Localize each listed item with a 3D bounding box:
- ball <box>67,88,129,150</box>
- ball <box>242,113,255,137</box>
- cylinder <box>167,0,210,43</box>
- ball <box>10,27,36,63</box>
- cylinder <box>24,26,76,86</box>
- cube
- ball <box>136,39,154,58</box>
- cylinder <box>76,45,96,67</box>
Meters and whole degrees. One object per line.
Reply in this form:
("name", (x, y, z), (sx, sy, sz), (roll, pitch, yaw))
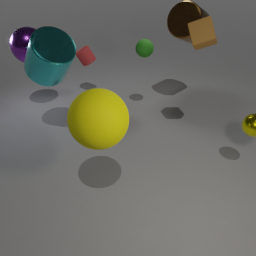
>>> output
("ball", (-0.674, -0.202, 6.391), (1.400, 1.400, 1.400), (0, 32, 0))
("ball", (3.724, -0.084, 8.249), (0.700, 0.700, 0.700), (0, 32, 0))
("cylinder", (2.478, -4.211, 11.254), (1.400, 1.400, 1.400), (20, 17, 29))
("ball", (-3.898, -3.242, 11.011), (1.400, 1.400, 1.400), (0, 32, 0))
("cylinder", (-2.544, -2.278, 9.061), (1.400, 1.400, 1.400), (11, 64, -24))
("cube", (2.289, -2.886, 8.576), (0.700, 0.700, 0.700), (-13, -2, 21))
("ball", (0.650, -3.112, 10.941), (0.700, 0.700, 0.700), (0, 32, 0))
("cylinder", (-1.945, -3.308, 12.881), (0.700, 0.700, 0.700), (-27, 28, 15))
